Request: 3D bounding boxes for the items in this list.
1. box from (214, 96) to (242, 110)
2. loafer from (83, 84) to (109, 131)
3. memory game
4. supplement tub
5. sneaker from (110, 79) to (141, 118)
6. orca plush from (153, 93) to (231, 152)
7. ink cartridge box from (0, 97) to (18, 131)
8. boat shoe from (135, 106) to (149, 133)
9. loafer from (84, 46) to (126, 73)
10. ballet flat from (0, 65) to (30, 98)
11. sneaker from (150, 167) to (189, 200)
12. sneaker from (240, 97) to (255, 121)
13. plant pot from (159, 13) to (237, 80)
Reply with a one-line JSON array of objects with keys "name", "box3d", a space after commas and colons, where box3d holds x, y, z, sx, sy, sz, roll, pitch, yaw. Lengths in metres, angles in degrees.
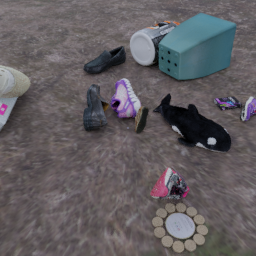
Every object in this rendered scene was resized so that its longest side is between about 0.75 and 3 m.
[{"name": "box", "box3d": [3.413, -0.856, 9.579, 0.772, 0.139, 0.552, -8, 39, -11]}, {"name": "loafer", "box3d": [-0.950, -0.686, 8.905, 0.713, 0.718, 1.972, -3, 48, 3]}, {"name": "memory game", "box3d": [1.091, 2.069, 5.919, 1.169, 0.074, 1.169, 0, 38, 0]}, {"name": "supplement tub", "box3d": [1.364, -3.747, 12.173, 1.475, 1.475, 2.407, 30, 46, 32]}, {"name": "sneaker", "box3d": [-0.215, -0.964, 9.255, 0.856, 0.778, 1.935, -15, 41, -9]}, {"name": "orca plush", "box3d": [1.911, -0.401, 8.307, 1.460, 0.987, 2.775, -15, 41, -18]}, {"name": "ink cartridge box", "box3d": [-4.697, -1.282, 8.766, 2.335, 0.586, 2.691, 31, 30, -25]}, {"name": "boat shoe", "box3d": [0.376, -0.260, 8.390, 0.310, 0.820, 0.303, 17, 3, -38]}, {"name": "loafer", "box3d": [-0.958, -2.861, 11.629, 2.114, 0.742, 0.718, -30, 47, -32]}, {"name": "ballet flat", "box3d": [-4.190, -1.417, 7.889, 2.952, 0.995, 0.920, 9, 6, -34]}, {"name": "sneaker", "box3d": [0.959, 1.234, 5.949, 0.604, 0.652, 1.618, 35, 8, 19]}, {"name": "sneaker", "box3d": [3.991, -0.604, 8.989, 0.533, 0.515, 1.277, 28, 45, 23]}, {"name": "plant pot", "box3d": [2.567, -3.105, 11.157, 2.621, 1.851, 1.852, -28, 46, -24]}]
